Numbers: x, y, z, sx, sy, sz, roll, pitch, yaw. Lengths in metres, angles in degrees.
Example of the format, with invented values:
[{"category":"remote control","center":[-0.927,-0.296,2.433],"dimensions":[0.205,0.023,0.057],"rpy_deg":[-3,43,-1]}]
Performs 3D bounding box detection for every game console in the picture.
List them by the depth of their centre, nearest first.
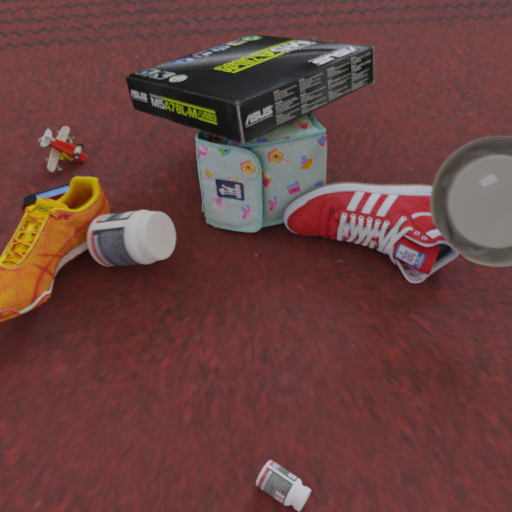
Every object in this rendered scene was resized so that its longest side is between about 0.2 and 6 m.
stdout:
[{"category":"game console","center":[-3.561,-1.078,9.808],"dimensions":[1.047,0.621,0.902],"rpy_deg":[-20,51,-16]}]

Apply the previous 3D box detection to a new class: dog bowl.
[{"category":"dog bowl","center":[3.361,-0.755,7.913],"dimensions":[1.800,0.528,1.800],"rpy_deg":[0,92,11]}]

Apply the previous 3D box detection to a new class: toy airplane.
[{"category":"toy airplane","center":[-3.739,-2.016,10.629],"dimensions":[0.814,0.574,0.810],"rpy_deg":[-29,88,-37]}]

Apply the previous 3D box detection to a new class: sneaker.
[{"category":"sneaker","center":[-3.341,-0.175,8.460],"dimensions":[1.110,1.173,3.042],"rpy_deg":[5,41,20]},{"category":"sneaker","center":[1.897,-0.345,8.995],"dimensions":[2.778,0.990,1.562],"rpy_deg":[-5,49,-4]}]

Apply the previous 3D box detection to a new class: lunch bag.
[{"category":"lunch bag","center":[0.053,-1.400,9.327],"dimensions":[2.083,1.775,1.270],"rpy_deg":[-13,44,-10]}]

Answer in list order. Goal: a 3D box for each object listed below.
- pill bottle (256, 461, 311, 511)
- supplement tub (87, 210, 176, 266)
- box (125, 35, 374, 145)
[{"category":"pill bottle","center":[0.334,2.805,6.817],"dimensions":[0.608,0.352,0.352],"rpy_deg":[28,56,21]},{"category":"supplement tub","center":[-1.954,-0.274,8.769],"dimensions":[1.198,0.841,0.841],"rpy_deg":[-3,46,31]},{"category":"box","center":[-0.117,-2.967,9.433],"dimensions":[3.075,0.731,2.970],"rpy_deg":[-31,37,-30]}]
